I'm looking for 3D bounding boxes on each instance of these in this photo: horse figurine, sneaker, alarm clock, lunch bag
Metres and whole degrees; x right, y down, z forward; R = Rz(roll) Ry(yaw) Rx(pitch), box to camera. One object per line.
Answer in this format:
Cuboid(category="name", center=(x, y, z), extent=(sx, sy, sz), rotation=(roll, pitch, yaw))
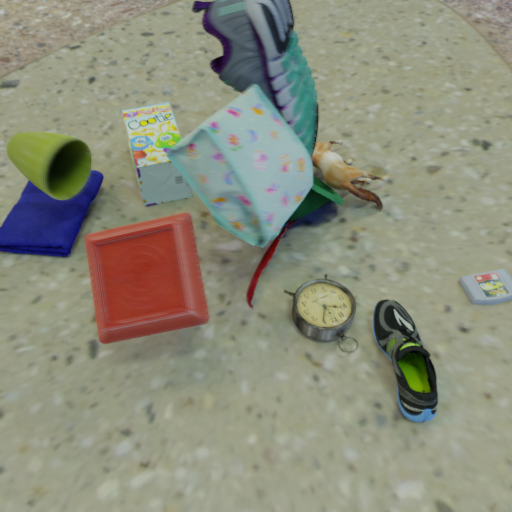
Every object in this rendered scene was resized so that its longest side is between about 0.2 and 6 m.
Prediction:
Cuboid(category="horse figurine", center=(1.901, -2.014, 12.879), extent=(1.722, 0.649, 2.599), rotation=(-9, 46, -36))
Cuboid(category="sneaker", center=(0.120, -3.263, 10.534), extent=(1.610, 3.678, 1.368), rotation=(4, 52, 24))
Cuboid(category="alarm clock", center=(1.319, 1.134, 10.300), extent=(1.154, 0.570, 1.711), rotation=(-19, 49, -17))
Cuboid(category="lunch bag", center=(-0.105, -1.499, 9.795), extent=(1.376, 2.257, 1.922), rotation=(-21, 23, 45))
Cuboid(category="sneaker", center=(2.621, 1.643, 9.579), extent=(0.812, 0.949, 2.291), rotation=(-4, 48, -6))

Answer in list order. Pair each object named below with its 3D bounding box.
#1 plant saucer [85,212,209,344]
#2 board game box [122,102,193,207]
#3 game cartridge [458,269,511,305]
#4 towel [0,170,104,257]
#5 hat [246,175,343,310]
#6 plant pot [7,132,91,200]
Cuboid(category="plant saucer", center=(-1.745, 0.324, 8.579), extent=(1.778, 0.327, 1.781), rotation=(-12, 81, 7))
Cuboid(category="board game box", center=(-2.318, -2.403, 13.061), extent=(1.165, 1.186, 2.261), rotation=(-13, 49, -11))
Cuboid(category="game cartridge", center=(4.609, 0.627, 11.017), extent=(1.030, 0.211, 0.686), rotation=(-10, 53, -9))
Cuboid(category="towel", center=(-4.455, -0.949, 12.230), extent=(1.749, 0.587, 2.369), rotation=(1, 48, 10))
Cuboid(category="hat", center=(0.162, -0.784, 12.149), extent=(2.457, 2.611, 2.966), rotation=(36, 13, 15))
Cuboid(category="plant pot", center=(-4.116, -1.890, 10.824), extent=(1.320, 1.235, 1.235), rotation=(24, 52, 20))
